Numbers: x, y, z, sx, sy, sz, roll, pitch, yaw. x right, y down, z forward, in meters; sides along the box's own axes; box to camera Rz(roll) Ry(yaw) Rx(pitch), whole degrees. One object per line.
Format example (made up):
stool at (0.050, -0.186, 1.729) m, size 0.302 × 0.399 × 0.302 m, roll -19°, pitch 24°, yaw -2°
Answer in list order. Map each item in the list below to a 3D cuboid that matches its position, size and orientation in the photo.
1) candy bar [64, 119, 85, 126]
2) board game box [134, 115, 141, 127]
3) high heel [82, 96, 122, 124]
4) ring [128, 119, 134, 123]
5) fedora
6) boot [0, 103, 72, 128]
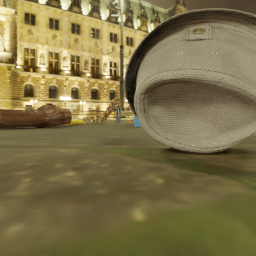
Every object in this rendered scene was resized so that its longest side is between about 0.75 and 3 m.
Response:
candy bar at (-2.379, -0.239, 11.863) m, size 0.563 × 0.250 × 2.258 m, roll 4°, pitch 3°, yaw 10°
board game box at (1.722, -0.458, 11.181) m, size 2.644 × 0.739 × 2.589 m, roll 0°, pitch 2°, yaw 10°
high heel at (-1.313, -0.923, 14.208) m, size 1.983 × 1.413 × 0.708 m, roll 0°, pitch 2°, yaw -7°
ring at (1.121, -0.420, 16.707) m, size 2.259 × 0.217 × 2.259 m, roll 1°, pitch 3°, yaw 0°
fedora at (0.800, -0.307, 2.866) m, size 1.826 × 1.615 × 0.825 m, roll 9°, pitch 33°, yaw 7°
boot at (-3.671, -0.373, 9.491) m, size 2.702 × 0.868 × 2.518 m, roll -8°, pitch 5°, yaw -42°
